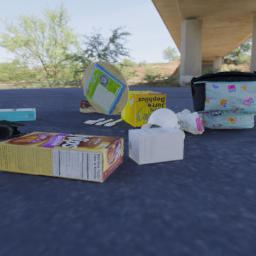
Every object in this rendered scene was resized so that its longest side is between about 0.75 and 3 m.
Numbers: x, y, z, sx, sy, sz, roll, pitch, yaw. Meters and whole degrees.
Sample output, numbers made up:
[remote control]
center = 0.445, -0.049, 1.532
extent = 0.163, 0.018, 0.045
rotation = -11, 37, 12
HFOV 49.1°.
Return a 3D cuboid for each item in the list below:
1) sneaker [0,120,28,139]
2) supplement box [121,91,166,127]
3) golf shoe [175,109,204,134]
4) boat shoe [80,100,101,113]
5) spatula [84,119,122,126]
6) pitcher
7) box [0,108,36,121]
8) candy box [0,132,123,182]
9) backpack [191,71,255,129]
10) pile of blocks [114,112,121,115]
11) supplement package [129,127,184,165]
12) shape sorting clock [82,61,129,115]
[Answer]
[sneaker]
center = -4.519, 0.039, 9.564
extent = 1.972, 0.592, 1.029
rotation = 4, 10, -4
[supplement box]
center = 0.599, -0.934, 12.475
extent = 1.356, 1.364, 2.491
rotation = -3, 12, -15
[golf shoe]
center = 2.088, -0.147, 10.307
extent = 1.026, 0.844, 2.242
rotation = -14, 8, -1
[boat shoe]
center = -1.564, -1.285, 15.804
extent = 2.343, 0.843, 0.845
rotation = 1, 11, 6
[spatula]
center = -1.035, -0.298, 12.466
extent = 1.244, 0.144, 1.789
rotation = 3, 11, 19
[pitcher]
center = 1.266, -0.025, 9.152
extent = 1.351, 0.955, 1.575
rotation = 15, 25, 16
[box]
center = -5.388, -0.604, 13.103
extent = 2.007, 0.493, 0.826
rotation = -3, 11, -16
[candy box]
center = -1.444, 0.571, 6.340
extent = 2.421, 0.684, 1.413
rotation = 5, 10, 14
[backpack]
center = 4.083, -1.129, 10.932
extent = 2.978, 2.283, 2.618
rotation = -7, 7, 15
[pile of blocks]
center = 0.065, -1.304, 15.491
extent = 0.764, 1.010, 2.460
rotation = 6, 12, 30
[supplement package]
center = 0.693, 0.413, 7.002
extent = 1.202, 0.729, 0.720
rotation = -4, 11, -19
[shape sorting clock]
center = -0.795, -1.376, 9.758
extent = 1.935, 1.935, 0.380
rotation = 6, 30, 28
